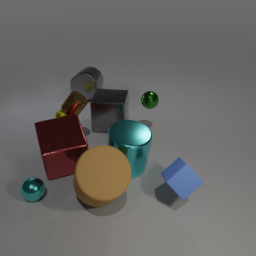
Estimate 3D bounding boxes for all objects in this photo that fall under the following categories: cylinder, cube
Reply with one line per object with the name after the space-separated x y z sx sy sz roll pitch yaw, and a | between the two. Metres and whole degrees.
-0.733 1.319 7.488 1.400 1.400 1.400 5 68 -11 | cylinder
-0.740 -0.732 11.828 1.400 1.400 1.400 3 31 5 | cube
0.010 0.682 9.233 1.400 1.400 1.400 5 37 -4 | cylinder
-2.136 0.613 9.146 1.400 1.400 1.400 -13 52 -17 | cube
-2.084 -2.307 14.386 1.400 1.400 1.400 5 26 8 | cylinder
1.408 1.315 7.380 0.700 0.700 0.700 -42 11 3 | cube
-1.905 -0.837 9.966 0.700 0.700 0.700 34 24 -18 | cylinder

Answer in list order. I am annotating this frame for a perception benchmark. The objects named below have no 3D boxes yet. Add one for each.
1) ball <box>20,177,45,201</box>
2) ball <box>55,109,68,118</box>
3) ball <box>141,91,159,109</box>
-2.799 1.793 8.238 0.700 0.700 0.700 0 30 0 | ball
-2.793 -0.462 12.038 0.700 0.700 0.700 0 30 0 | ball
0.849 -1.085 10.856 0.700 0.700 0.700 0 30 0 | ball
